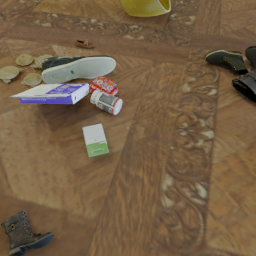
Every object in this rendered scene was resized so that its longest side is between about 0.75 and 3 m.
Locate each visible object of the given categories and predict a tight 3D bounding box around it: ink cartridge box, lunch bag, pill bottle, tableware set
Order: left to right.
[{"bbox_3d":[-3.624,-2.158,10.119,1.640,0.228,1.963,15,50,13],"label":"tableware set"},{"bbox_3d":[-2.257,-0.980,8.331,1.725,0.378,1.742,1,19,14],"label":"ink cartridge box"},{"bbox_3d":[-0.895,0.408,7.801,0.557,0.318,1.073,-12,50,-10],"label":"ink cartridge box"},{"bbox_3d":[-0.852,-1.282,9.278,0.894,0.366,0.788,31,60,25],"label":"lunch bag"},{"bbox_3d":[-0.671,-0.808,8.662,0.895,0.519,0.519,25,53,13],"label":"pill bottle"}]

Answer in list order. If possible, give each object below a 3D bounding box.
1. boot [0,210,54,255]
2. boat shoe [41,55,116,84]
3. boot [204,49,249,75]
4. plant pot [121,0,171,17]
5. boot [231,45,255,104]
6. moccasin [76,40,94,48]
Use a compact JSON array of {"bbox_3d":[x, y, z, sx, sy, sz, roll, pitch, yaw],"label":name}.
[{"bbox_3d":[-2.240,2.231,6.180,1.060,0.367,0.923,-19,52,-13],"label":"boot"},{"bbox_3d":[-1.711,-2.206,9.686,2.547,0.915,0.861,-10,54,-6],"label":"boat shoe"},{"bbox_3d":[3.564,-2.321,10.080,1.430,0.554,0.989,-4,54,-3],"label":"boot"},{"bbox_3d":[0.616,-5.845,12.238,1.645,2.318,2.318,-17,42,29],"label":"plant pot"},{"bbox_3d":[4.282,-1.851,9.466,1.997,0.794,2.294,-23,55,-19],"label":"boot"},{"bbox_3d":[-1.707,-3.366,11.119,0.759,0.293,0.278,14,50,12],"label":"moccasin"}]
